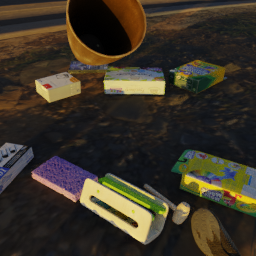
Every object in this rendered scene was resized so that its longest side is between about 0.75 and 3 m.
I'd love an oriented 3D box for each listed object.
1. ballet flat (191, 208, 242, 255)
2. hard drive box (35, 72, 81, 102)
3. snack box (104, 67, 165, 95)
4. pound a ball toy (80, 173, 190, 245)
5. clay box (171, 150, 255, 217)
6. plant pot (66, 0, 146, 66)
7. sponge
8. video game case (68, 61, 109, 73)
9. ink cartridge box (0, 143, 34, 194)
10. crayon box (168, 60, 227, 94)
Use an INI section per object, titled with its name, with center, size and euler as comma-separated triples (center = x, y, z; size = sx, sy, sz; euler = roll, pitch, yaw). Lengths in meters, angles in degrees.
[ballet flat]
center = 1.737, 2.224, 5.053
size = 0.431, 0.627, 1.860
euler = 31, 14, -31
[hard drive box]
center = -2.556, -1.522, 10.296
size = 1.299, 0.499, 1.012
euler = -25, 45, -34
[snack box]
center = 0.268, -1.973, 11.520
size = 2.361, 0.625, 1.679
euler = 1, 32, 1
[pound a ball toy]
center = 0.130, 1.661, 5.784
size = 1.916, 0.814, 1.249
euler = 22, 13, 31
[clay box]
center = 2.129, 1.197, 6.563
size = 2.043, 0.486, 1.174
euler = 16, 32, 25
[plant pot]
center = -1.157, -3.542, 10.739
size = 2.778, 2.778, 2.972
euler = -14, -1, -21
[sponge]
center = -1.556, 1.198, 6.862
size = 1.460, 0.218, 0.815
euler = 20, 37, 28
[video game case]
center = -1.874, -2.978, 13.564
size = 1.869, 0.177, 1.335
euler = -2, 32, -2
[ink cartridge box]
center = -3.175, 1.028, 6.976
size = 0.802, 0.377, 1.705
euler = 8, 33, 14
[crayon box]
center = 3.074, -2.315, 12.082
size = 2.386, 0.615, 1.500
euler = -26, 41, -36
